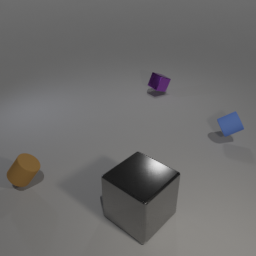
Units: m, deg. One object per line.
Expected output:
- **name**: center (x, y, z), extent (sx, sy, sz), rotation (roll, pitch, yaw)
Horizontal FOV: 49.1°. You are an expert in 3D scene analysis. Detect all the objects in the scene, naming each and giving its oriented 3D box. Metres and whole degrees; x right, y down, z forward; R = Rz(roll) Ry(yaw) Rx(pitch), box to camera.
- **cube**: center (0.316, 1.697, 7.087), extent (1.400, 1.400, 1.400), rotation (25, 39, 35)
- **cylinder**: center (-2.997, 1.207, 8.046), extent (0.700, 0.700, 0.700), rotation (34, 21, -15)
- **cube**: center (1.528, -2.252, 13.767), extent (0.700, 0.700, 0.700), rotation (2, 28, -42)
- **cylinder**: center (3.634, -0.137, 9.933), extent (0.700, 0.700, 0.700), rotation (-25, 25, 19)
